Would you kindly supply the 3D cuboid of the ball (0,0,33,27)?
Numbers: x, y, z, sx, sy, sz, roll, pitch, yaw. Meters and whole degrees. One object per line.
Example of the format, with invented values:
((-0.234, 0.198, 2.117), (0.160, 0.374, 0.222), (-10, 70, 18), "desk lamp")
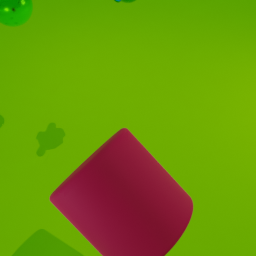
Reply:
((-2.219, -2.339, 5.289), (0.804, 0.804, 0.804), (0, 50, 0), "ball")

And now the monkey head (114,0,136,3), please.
((-0.043, -2.426, 4.330), (0.727, 0.868, 1.207), (-25, 35, 24), "monkey head")

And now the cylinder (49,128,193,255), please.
((-0.068, 0.770, 3.101), (1.128, 1.128, 1.128), (47, 60, -3), "cylinder")
